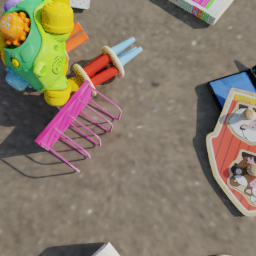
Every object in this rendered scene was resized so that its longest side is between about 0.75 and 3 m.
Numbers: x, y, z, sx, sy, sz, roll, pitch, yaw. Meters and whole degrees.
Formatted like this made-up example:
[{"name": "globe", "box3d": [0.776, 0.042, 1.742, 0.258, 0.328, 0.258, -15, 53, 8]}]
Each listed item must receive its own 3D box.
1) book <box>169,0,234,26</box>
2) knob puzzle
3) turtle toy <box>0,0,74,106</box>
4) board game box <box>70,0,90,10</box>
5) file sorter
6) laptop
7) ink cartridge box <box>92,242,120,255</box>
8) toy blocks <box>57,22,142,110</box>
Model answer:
[{"name": "book", "box3d": [1.860, -4.444, 8.264, 2.771, 0.666, 1.851, 37, 78, 11]}, {"name": "knob puzzle", "box3d": [3.170, 0.672, 6.411, 3.105, 0.431, 3.105, -2, 81, 14]}, {"name": "turtle toy", "box3d": [-2.049, -1.952, 6.131, 1.504, 2.169, 2.977, -1, 40, -16]}, {"name": "board game box", "box3d": [-1.867, -4.395, 8.027, 1.724, 0.223, 1.724, 7, 96, -5]}, {"name": "file sorter", "box3d": [-1.065, 0.033, 6.555, 1.095, 1.214, 1.747, 37, 77, 2]}, {"name": "laptop", "box3d": [3.585, -0.808, 6.753, 1.257, 2.434, 2.157, -4, 67, -48]}, {"name": "ink cartridge box", "box3d": [-0.290, 3.989, 5.360, 1.999, 1.160, 2.709, -41, 79, -11]}, {"name": "toy blocks", "box3d": [-1.180, -1.889, 7.289, 2.627, 0.954, 2.190, -36, 75, -11]}]
